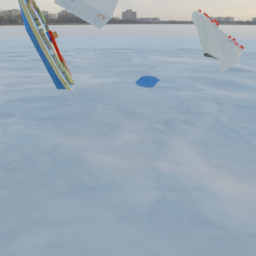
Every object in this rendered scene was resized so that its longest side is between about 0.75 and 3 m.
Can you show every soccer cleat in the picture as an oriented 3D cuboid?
[{"bbox_3d":[2.637,-2.891,9.058,0.898,1.005,2.591,11,41,-40],"label":"soccer cleat"}]

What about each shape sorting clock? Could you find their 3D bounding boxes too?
[{"bbox_3d":[-1.615,-1.803,5.577,0.446,2.276,2.276,-23,25,-6],"label":"shape sorting clock"}]

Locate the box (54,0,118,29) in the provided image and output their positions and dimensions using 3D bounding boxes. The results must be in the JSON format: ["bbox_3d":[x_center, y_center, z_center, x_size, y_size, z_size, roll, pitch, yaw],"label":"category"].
[{"bbox_3d":[-1.386,-4.277,9.339,1.802,0.878,1.121,24,-10,-23],"label":"box"}]

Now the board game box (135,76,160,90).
[{"bbox_3d":[0.615,-1.421,8.927,0.634,0.156,0.803,18,40,23],"label":"board game box"}]
